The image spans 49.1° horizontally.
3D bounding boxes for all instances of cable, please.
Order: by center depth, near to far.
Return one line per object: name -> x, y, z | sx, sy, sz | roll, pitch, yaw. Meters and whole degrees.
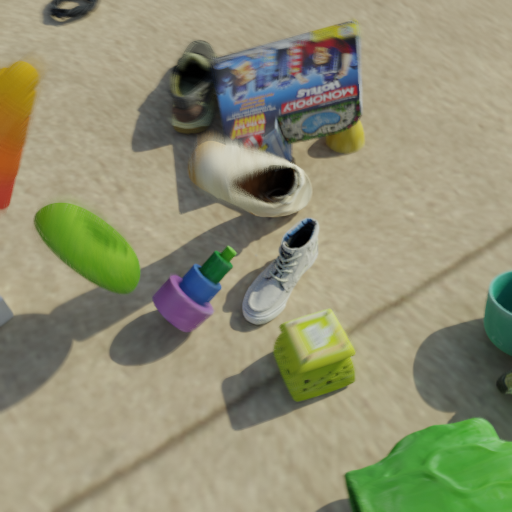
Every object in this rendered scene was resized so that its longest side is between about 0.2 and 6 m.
cable -> -4.364, -6.011, 13.423 | 1.120, 0.349, 1.373 | 4, 49, -3

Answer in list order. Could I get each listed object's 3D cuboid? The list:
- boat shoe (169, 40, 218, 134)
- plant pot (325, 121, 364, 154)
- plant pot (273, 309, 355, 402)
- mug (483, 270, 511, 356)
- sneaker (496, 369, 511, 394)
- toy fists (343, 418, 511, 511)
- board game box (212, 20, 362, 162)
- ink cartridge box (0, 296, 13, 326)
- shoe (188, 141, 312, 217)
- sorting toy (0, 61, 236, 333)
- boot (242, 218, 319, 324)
boat shoe -> -1.178, -3.553, 11.031 | 0.975, 0.897, 2.729 | 3, 51, 1
plant pot -> 1.660, -2.307, 10.284 | 0.722, 0.512, 0.722 | 0, 52, 0
plant pot -> 0.756, 1.232, 7.237 | 0.866, 0.790, 0.871 | -15, 50, -13
mug -> 3.712, 0.889, 7.368 | 1.130, 0.851, 1.376 | -29, 41, -29
sneaker -> 4.472, 1.909, 6.617 | 3.038, 1.168, 1.346 | 6, 62, 9
toy fists -> 2.398, 3.555, 5.065 | 2.084, 1.406, 4.089 | -16, 54, -3
board game box -> 0.488, -2.590, 9.848 | 2.850, 0.879, 2.848 | -8, 56, 20
ink cartridge box -> -4.138, 0.849, 7.772 | 0.830, 0.487, 1.134 | 33, 60, 24
shoe -> 0.130, -1.004, 8.254 | 0.716, 0.939, 2.684 | 26, 12, 35
sorting toy -> -1.880, -0.697, 6.781 | 1.490, 4.326, 1.500 | -48, 28, 8
boot -> 0.359, 0.153, 8.109 | 0.631, 0.819, 1.714 | 25, 56, 19
